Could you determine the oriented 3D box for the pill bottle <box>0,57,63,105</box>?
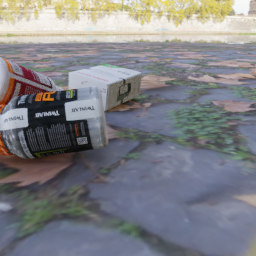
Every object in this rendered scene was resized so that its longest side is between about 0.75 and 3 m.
[{"bbox_3d":[-2.946,-0.984,7.949,1.385,1.385,2.451,13,-2,31],"label":"pill bottle"}]

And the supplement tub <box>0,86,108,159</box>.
[{"bbox_3d":[-1.660,-0.098,6.220,2.310,1.415,1.415,-8,21,-4],"label":"supplement tub"}]

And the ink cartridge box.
[{"bbox_3d":[-0.835,-1.631,10.619,1.767,1.018,2.422,20,28,25],"label":"ink cartridge box"}]
